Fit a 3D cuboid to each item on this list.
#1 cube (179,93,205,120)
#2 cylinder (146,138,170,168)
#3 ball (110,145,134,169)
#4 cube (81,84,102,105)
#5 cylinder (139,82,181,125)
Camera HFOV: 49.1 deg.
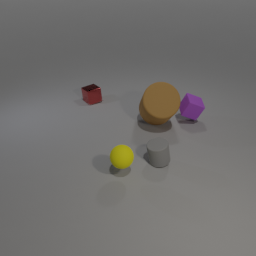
[{"bbox_3d":[2.549,-0.858,11.243,0.700,0.700,0.700,17,38,-16],"label":"cube"},{"bbox_3d":[0.976,0.780,8.949,0.700,0.700,0.700,-9,33,6],"label":"cylinder"},{"bbox_3d":[-0.180,0.835,8.133,0.700,0.700,0.700,0,29,0],"label":"ball"},{"bbox_3d":[-1.721,-1.602,13.319,0.700,0.700,0.700,-23,36,-26],"label":"cube"},{"bbox_3d":[1.184,-0.907,10.827,1.400,1.400,1.400,-2,-9,-4],"label":"cylinder"}]
